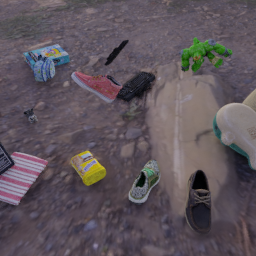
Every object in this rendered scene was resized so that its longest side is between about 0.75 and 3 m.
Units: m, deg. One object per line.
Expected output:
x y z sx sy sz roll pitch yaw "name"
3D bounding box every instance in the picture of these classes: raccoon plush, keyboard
-3.818 -0.485 11.116 0.400 0.554 0.827 -27 14 -7 "raccoon plush"
-0.403 -2.391 8.996 0.113 1.097 0.697 48 38 2 "keyboard"
0.445 -2.029 12.669 1.269 0.483 2.438 24 48 25 "keyboard"

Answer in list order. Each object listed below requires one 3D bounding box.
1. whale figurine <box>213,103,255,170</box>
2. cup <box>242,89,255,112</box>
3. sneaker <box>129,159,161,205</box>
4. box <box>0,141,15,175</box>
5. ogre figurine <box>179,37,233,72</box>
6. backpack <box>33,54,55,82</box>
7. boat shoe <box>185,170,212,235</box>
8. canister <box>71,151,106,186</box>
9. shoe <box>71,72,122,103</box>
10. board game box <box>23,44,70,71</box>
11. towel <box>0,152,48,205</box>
3.895 0.347 9.662 1.926 1.256 2.421 -16 67 -24 "whale figurine"
5.366 -0.821 10.461 2.197 1.571 2.197 0 41 0 "cup"
0.566 1.482 8.462 0.648 0.747 1.686 16 44 18 "sneaker"
-4.596 0.822 8.308 1.017 1.637 1.650 26 53 39 "box"
1.640 -1.639 6.307 1.161 0.696 0.570 10 76 43 "ogre figurine"
-3.887 -2.702 13.012 0.810 1.009 1.103 6 42 4 "backpack"
1.976 1.999 7.897 0.731 0.720 1.963 2 41 2 "boat shoe"
-1.291 1.256 8.964 0.763 0.444 1.027 -25 46 -26 "canister"
-1.017 -1.564 9.356 1.638 0.745 0.585 32 28 -14 "shoe"
-4.220 -3.661 14.522 1.916 0.450 1.446 -23 47 -24 "board game box"
-3.506 1.547 8.803 1.289 0.263 1.761 13 46 15 "towel"
